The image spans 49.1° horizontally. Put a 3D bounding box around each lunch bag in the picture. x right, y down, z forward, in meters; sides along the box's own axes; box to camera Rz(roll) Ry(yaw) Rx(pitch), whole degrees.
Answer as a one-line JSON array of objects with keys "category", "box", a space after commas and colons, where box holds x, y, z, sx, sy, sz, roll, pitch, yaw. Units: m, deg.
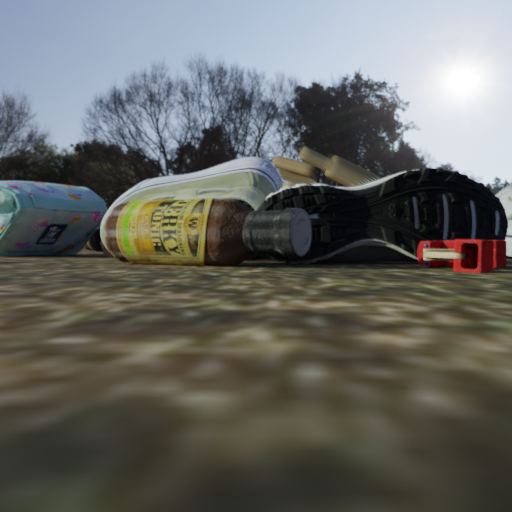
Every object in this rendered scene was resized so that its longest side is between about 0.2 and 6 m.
[{"category": "lunch bag", "box": [-4.133, -0.681, 10.110, 2.317, 1.413, 1.973, -6, -3, 33]}]

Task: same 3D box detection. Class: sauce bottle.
[{"category": "sauce bottle", "box": [-0.561, -0.264, 6.039, 2.362, 0.764, 0.764, 0, 1, 30]}]

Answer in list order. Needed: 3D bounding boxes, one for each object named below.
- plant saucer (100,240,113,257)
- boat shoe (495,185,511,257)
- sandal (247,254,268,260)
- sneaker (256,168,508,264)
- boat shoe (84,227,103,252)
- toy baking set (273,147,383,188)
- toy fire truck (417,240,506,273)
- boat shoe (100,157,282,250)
[{"category": "plant saucer", "box": [-1.601, -0.622, 9.984, 2.430, 0.392, 2.430, -14, 18, 5]}, {"category": "boat shoe", "box": [3.909, -0.557, 8.577, 1.179, 1.070, 3.205, -1, 7, -38]}, {"category": "sandal", "box": [-0.206, -0.255, 8.430, 0.816, 0.587, 2.056, -3, 2, 16]}, {"category": "sneaker", "box": [1.468, -0.413, 6.741, 2.924, 1.081, 1.159, 0, -3, 7]}, {"category": "boat shoe", "box": [-3.783, -0.472, 14.680, 0.736, 0.754, 1.994, -2, -1, 32]}, {"category": "toy baking set", "box": [1.741, -0.946, 9.728, 3.122, 0.363, 2.397, 25, -10, 4]}, {"category": "toy fire truck", "box": [1.884, -0.010, 5.296, 0.835, 0.288, 1.184, -1, 2, -30]}, {"category": "boat shoe", "box": [-1.098, -0.558, 7.678, 3.042, 1.095, 0.944, -18, 22, 29]}]
